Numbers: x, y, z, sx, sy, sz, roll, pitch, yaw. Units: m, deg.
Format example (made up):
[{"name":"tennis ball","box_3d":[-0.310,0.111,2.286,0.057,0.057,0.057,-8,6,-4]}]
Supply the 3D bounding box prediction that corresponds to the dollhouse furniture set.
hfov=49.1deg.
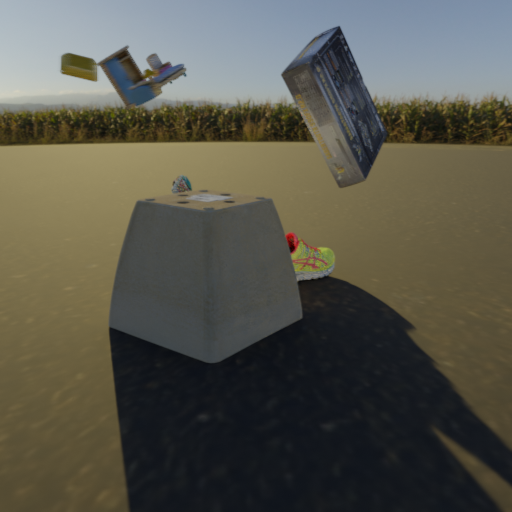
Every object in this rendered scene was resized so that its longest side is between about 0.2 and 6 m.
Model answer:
[{"name":"dollhouse furniture set","box_3d":[-2.138,-3.908,11.404,1.576,1.090,1.670,-44,26,-28]}]

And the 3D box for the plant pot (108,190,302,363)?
[{"name":"plant pot","box_3d":[-0.700,0.077,7.773,2.030,1.799,2.032,11,19,36]}]

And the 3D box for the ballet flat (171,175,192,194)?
[{"name":"ballet flat","box_3d":[-2.572,-2.309,19.244,0.688,0.814,2.151,-31,12,0]}]

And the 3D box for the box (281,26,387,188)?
[{"name":"box","box_3d":[1.905,-3.409,12.838,0.716,2.960,2.345,-13,31,37]}]

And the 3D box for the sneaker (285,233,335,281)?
[{"name":"sneaker","box_3d":[0.770,-0.015,9.963,0.735,0.849,1.880,12,17,42]}]

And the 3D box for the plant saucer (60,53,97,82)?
[{"name":"plant saucer","box_3d":[-3.244,-3.504,10.303,0.647,0.157,0.647,7,45,-25]}]
